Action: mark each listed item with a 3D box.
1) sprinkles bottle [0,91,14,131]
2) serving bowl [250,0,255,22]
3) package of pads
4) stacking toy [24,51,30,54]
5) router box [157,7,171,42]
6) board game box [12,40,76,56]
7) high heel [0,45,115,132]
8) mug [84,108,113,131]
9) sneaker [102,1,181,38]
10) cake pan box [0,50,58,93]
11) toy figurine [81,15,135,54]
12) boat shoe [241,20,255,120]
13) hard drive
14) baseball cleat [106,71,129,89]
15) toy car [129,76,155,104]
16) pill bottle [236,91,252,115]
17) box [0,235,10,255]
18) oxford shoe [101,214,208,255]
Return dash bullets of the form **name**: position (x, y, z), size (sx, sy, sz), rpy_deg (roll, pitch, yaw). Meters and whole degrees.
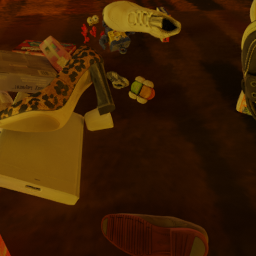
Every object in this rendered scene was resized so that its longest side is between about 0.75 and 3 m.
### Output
- **sprinkles bottle**: position (-3.599, -0.561, 8.123), size (0.703, 0.703, 2.060), rpy_deg (-22, 42, -26)
- **serving bowl**: position (6.898, -5.779, 14.043), size (2.008, 2.008, 0.660), rpy_deg (-14, 14, -17)
- **package of pads**: position (-2.431, -2.498, 10.231), size (0.719, 1.145, 1.901), rpy_deg (-41, 46, 0)
- **stacking toy**: position (-4.384, -2.326, 10.525), size (1.623, 0.693, 0.693), rpy_deg (-23, 43, -18)
- **router box**: position (1.651, -4.931, 13.315), size (0.335, 1.232, 1.373), rpy_deg (-6, 39, -6)
- **board game box**: position (-3.630, -3.435, 12.213), size (2.418, 0.235, 1.245), rpy_deg (8, 39, 10)
- **high heel**: position (-1.679, -0.902, 6.050), size (2.537, 0.906, 1.809), rpy_deg (-13, 64, -10)
- **mug**: position (-0.841, -0.218, 7.879), size (0.700, 0.852, 0.683), rpy_deg (-18, 73, -9)
- **sneaker**: position (0.529, -3.629, 9.285), size (2.747, 1.023, 1.196), rpy_deg (1, 17, -20)
- **cake pan box**: position (-3.678, -1.901, 9.194), size (2.617, 0.684, 2.410), rpy_deg (0, 31, -31)
- **toy figurine**: position (-0.372, -3.973, 12.518), size (2.991, 1.577, 1.792), rpy_deg (-20, 71, -20)
- **boat shoe**: position (1.865, -0.596, 3.593), size (0.756, 2.116, 0.695), rpy_deg (2, 75, 24)
- **hard drive**: position (-1.986, 0.338, 6.576), size (1.867, 0.372, 2.831), rpy_deg (22, 33, -22)
- **baseball cleat**: position (-0.464, -1.699, 9.873), size (1.023, 0.357, 0.545), rpy_deg (26, 44, 30)
- **toy car**: position (0.503, -1.209, 9.082), size (0.849, 0.743, 0.637), rpy_deg (33, 14, 36)
- **pill bottle**: position (4.110, -0.673, 8.088), size (1.650, 0.925, 0.925), rpy_deg (23, 43, 27)
- **box**: position (-2.638, 2.649, 3.579), size (1.290, 1.190, 2.513), rpy_deg (1, 38, 2)
- **oxford shoe**: position (0.474, 1.931, 5.139), size (1.955, 0.689, 0.731), rpy_deg (8, 5, 19)
